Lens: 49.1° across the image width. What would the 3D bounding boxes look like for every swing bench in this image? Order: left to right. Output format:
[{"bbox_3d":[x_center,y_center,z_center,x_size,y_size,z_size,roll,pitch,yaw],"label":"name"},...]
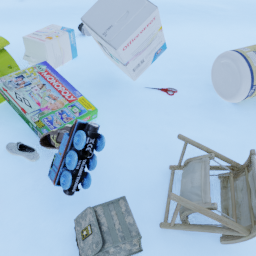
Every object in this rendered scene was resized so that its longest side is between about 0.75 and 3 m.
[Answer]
[{"bbox_3d":[1.834,1.337,6.190,1.903,1.234,1.893,13,41,7],"label":"swing bench"}]

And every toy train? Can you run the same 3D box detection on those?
[{"bbox_3d":[-1.136,0.594,6.119,0.747,1.723,0.984,11,14,-41],"label":"toy train"}]

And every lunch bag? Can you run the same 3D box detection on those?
[{"bbox_3d":[-0.457,2.088,5.633,1.252,0.736,1.027,-16,41,-10],"label":"lunch bag"}]

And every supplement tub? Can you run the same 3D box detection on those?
[{"bbox_3d":[4.342,-1.970,9.656,2.439,1.761,1.761,-17,43,-17],"label":"supplement tub"}]

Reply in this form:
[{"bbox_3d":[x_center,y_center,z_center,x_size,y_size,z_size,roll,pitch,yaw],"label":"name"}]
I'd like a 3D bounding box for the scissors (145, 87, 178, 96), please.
[{"bbox_3d":[1.219,-1.445,10.377,1.229,0.086,0.449,18,46,22],"label":"scissors"}]

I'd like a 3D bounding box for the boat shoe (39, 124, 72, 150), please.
[{"bbox_3d":[-1.745,0.282,7.118,0.497,0.599,1.669,-29,15,-36],"label":"boat shoe"}]

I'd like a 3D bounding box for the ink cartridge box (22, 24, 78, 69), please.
[{"bbox_3d":[-3.284,-3.325,11.679,1.289,1.256,2.006,21,44,23],"label":"ink cartridge box"}]

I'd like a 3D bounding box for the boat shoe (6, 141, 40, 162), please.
[{"bbox_3d":[-2.918,0.560,7.702,1.125,0.401,0.393,18,43,20],"label":"boat shoe"}]

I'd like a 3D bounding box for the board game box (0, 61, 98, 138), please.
[{"bbox_3d":[-2.629,-0.932,8.969,1.951,0.422,2.899,-33,64,-32],"label":"board game box"}]

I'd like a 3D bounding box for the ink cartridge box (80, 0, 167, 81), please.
[{"bbox_3d":[-0.019,-3.262,9.770,1.850,2.522,1.842,-45,71,1],"label":"ink cartridge box"}]

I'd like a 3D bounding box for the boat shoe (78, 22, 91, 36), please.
[{"bbox_3d":[-1.443,-5.557,14.674,2.625,0.901,0.743,-32,49,-30],"label":"boat shoe"}]

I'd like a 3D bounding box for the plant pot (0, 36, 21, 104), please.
[{"bbox_3d":[-5.259,-2.076,9.549,2.303,2.100,2.314,21,45,22],"label":"plant pot"}]
